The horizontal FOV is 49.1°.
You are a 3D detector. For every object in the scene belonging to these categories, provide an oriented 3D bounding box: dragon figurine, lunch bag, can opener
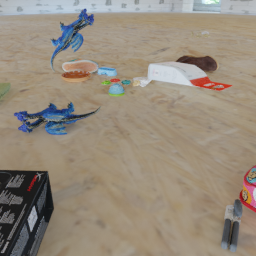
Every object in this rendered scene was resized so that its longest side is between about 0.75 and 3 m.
[{"bbox_3d":[-2.037,-3.091,9.711,1.178,2.368,0.697,16,-14,45],"label":"dragon figurine"},{"bbox_3d":[3.269,1.179,5.324,1.865,0.764,1.643,-21,34,-35],"label":"lunch bag"},{"bbox_3d":[1.824,1.644,4.890,0.275,0.345,1.032,11,29,21],"label":"can opener"},{"bbox_3d":[-2.034,-0.251,8.159,2.410,0.709,1.198,5,28,10],"label":"dragon figurine"}]

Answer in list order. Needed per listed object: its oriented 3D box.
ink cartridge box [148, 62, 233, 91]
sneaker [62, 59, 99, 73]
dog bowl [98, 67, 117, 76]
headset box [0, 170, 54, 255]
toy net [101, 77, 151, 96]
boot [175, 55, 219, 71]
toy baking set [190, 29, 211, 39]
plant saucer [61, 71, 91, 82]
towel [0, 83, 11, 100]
[{"bbox_3d":[2.655,-2.206,11.565,2.947,0.841,2.395,12,19,30],"label":"ink cartridge box"},{"bbox_3d":[-2.255,-3.114,13.731,1.826,0.652,0.730,4,31,13],"label":"sneaker"},{"bbox_3d":[-0.995,-2.716,13.427,0.994,0.246,0.554,13,30,23],"label":"dog bowl"},{"bbox_3d":[-2.689,1.549,4.385,2.528,0.976,1.882,0,27,2],"label":"headset box"},{"bbox_3d":[0.025,-1.782,11.507,2.135,0.412,1.120,-16,29,-32],"label":"toy net"},{"bbox_3d":[3.111,-2.996,13.679,1.764,0.767,2.121,-26,35,-23],"label":"boot"},{"bbox_3d":[2.615,-3.395,10.171,0.706,0.107,0.920,3,37,2],"label":"toy baking set"},{"bbox_3d":[-2.359,-2.343,12.749,1.315,0.212,1.315,-1,27,0],"label":"plant saucer"},{"bbox_3d":[-5.403,-1.286,10.518,1.571,0.386,2.118,-1,26,-4],"label":"towel"}]
